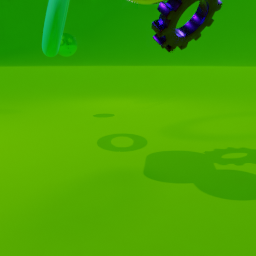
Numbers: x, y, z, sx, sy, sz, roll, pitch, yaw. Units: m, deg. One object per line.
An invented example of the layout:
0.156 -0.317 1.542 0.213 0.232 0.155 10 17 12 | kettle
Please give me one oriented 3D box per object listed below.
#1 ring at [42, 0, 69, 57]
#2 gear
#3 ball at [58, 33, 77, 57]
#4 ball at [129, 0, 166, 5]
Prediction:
-1.366 -2.106 5.369 0.297 1.485 1.485 12 10 -15 | ring
0.951 -1.790 4.448 1.251 1.251 0.231 -13 58 -43 | gear
-1.912 -2.555 8.607 0.702 0.702 0.702 0 14 0 | ball
0.221 -1.908 2.978 1.092 1.092 1.092 0 14 0 | ball
